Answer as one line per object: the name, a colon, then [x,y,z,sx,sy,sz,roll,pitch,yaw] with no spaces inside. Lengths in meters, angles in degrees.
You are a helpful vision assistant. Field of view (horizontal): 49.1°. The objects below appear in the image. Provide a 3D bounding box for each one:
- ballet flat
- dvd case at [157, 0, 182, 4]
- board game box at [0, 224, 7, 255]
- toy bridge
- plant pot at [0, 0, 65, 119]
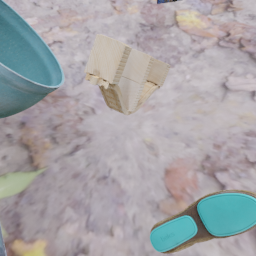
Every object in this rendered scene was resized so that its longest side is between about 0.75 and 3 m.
ballet flat: [1.218,1.428,4.326,0.704,1.947,0.660,5,54,-53]
dvd case: [1.384,-4.308,8.976,0.887,0.633,0.078,-10,65,-5]
board game box: [-2.272,0.860,3.765,0.394,1.892,2.798,-2,67,-43]
toy bridge: [0.060,-0.660,4.093,0.373,0.921,2.740,25,15,14]
plant pot: [-2.913,-1.230,5.251,1.899,2.834,2.834,-40,57,14]
